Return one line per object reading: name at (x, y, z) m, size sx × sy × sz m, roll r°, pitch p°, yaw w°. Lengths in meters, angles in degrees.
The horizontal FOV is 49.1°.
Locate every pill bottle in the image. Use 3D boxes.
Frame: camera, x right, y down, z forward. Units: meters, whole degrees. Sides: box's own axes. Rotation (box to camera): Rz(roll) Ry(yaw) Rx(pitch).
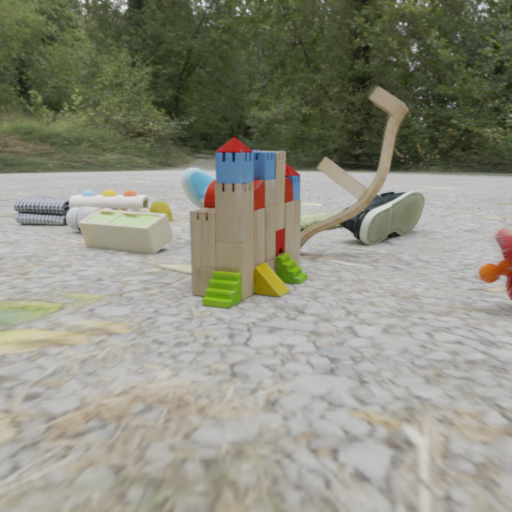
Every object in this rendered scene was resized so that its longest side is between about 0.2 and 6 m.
pill bottle at (-3.993, -0.859, 13.580) m, size 1.206 × 0.660 × 0.660 m, roll 7°, pitch 13°, yaw 32°

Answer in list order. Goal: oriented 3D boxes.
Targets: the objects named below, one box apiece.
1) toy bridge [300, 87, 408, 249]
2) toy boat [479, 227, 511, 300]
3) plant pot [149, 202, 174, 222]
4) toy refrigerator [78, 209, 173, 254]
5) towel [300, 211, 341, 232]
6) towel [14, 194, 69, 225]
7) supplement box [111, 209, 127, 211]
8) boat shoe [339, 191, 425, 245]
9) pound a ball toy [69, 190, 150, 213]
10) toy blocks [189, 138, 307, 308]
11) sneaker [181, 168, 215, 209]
toy bridge at (1.692, -1.399, 10.574) m, size 1.176 × 3.498 × 0.476 m, roll 42°, pitch 12°, yaw 24°
toy boat at (3.156, 0.166, 7.094) m, size 0.639 × 0.977 × 0.638 m, roll -21°, pitch 23°, yaw 18°
plant pot at (-2.733, -1.249, 15.889) m, size 0.773 × 0.549 × 0.773 m, roll 1°, pitch 11°, yaw 0°
toy refrigerator at (-2.700, -0.543, 11.540) m, size 1.844 × 0.645 × 0.700 m, roll 6°, pitch 32°, yaw 30°
towel at (1.409, -0.909, 14.681) m, size 1.878 × 0.343 × 1.393 m, roll -10°, pitch 16°, yaw -42°
towel at (-5.726, -1.309, 15.698) m, size 1.429 × 0.738 × 1.725 m, roll 1°, pitch 11°, yaw 3°
supplement box at (-4.200, -1.360, 16.929) m, size 0.565 × 0.370 × 0.292 m, roll -1°, pitch 11°, yaw -1°
boat shoe at (2.934, -0.979, 13.054) m, size 0.999 × 1.126 × 3.012 m, roll 23°, pitch 32°, yaw 34°
pound a ball toy at (-3.769, -1.251, 14.829) m, size 2.265 × 0.962 × 1.477 m, roll 0°, pitch 11°, yaw 0°
toy blocks at (-0.069, -0.687, 8.672) m, size 1.602 × 2.191 × 3.206 m, roll 5°, pitch 12°, yaw 23°
sneaker at (-0.533, -1.187, 11.668) m, size 2.058 × 0.818 × 1.343 m, roll 40°, pitch -23°, yaw -21°
